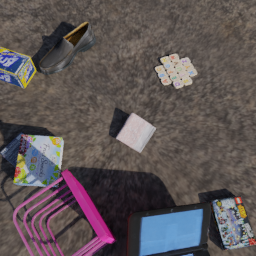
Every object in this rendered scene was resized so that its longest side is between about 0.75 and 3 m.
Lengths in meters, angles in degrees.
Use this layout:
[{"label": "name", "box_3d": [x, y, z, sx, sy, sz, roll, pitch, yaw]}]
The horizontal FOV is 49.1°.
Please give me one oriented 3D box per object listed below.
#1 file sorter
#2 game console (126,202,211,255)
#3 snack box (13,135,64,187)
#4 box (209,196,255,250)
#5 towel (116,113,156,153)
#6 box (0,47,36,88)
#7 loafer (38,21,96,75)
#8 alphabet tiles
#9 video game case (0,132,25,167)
[{"label": "file sorter", "box_3d": [-1.542, 2.567, 7.306, 1.620, 2.583, 1.795, -33, 68, -11]}, {"label": "game console", "box_3d": [1.280, 3.309, 7.174, 2.453, 1.456, 2.114, -2, 44, -17]}, {"label": "snack box", "box_3d": [-2.826, 1.057, 9.004, 1.325, 0.532, 1.572, 5, 71, -5]}, {"label": "box", "box_3d": [3.126, 2.832, 8.419, 0.980, 0.286, 1.432, -9, 64, -4]}, {"label": "towel", "box_3d": [0.273, 0.166, 9.588, 1.019, 0.172, 1.067, 31, 82, 6]}, {"label": "box", "box_3d": [-5.017, -2.499, 10.664, 2.770, 0.891, 0.970, 19, 65, 10]}, {"label": "loafer", "box_3d": [-2.436, -3.174, 10.934, 0.998, 0.991, 2.741, 38, 71, 15]}, {"label": "alphabet tiles", "box_3d": [1.884, -2.252, 10.981, 1.489, 0.111, 1.523, -19, 66, -8]}, {"label": "video game case", "box_3d": [-3.468, 0.896, 9.440, 1.408, 0.134, 1.006, 36, 69, 14]}]
